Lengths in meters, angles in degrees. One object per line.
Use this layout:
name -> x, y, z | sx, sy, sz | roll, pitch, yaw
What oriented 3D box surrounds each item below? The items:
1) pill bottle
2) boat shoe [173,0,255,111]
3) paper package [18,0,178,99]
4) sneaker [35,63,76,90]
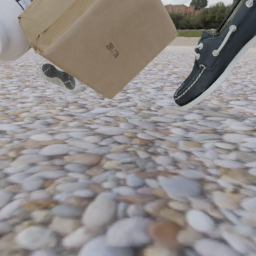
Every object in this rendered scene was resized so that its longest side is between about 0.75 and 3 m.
pill bottle -> -2.781, -2.647, 6.716 | 1.601, 1.601, 2.847 | 4, 38, 11
boat shoe -> 1.674, -1.504, 5.028 | 0.840, 2.784, 1.053 | 37, 22, -10
paper package -> -0.497, -2.260, 6.287 | 1.388, 2.558, 2.684 | 54, 12, 27
sneaker -> -2.028, -1.448, 7.916 | 0.528, 0.463, 1.316 | 2, -15, 36
